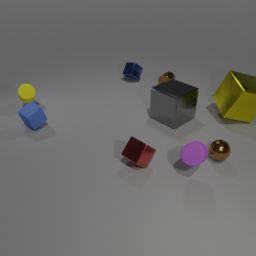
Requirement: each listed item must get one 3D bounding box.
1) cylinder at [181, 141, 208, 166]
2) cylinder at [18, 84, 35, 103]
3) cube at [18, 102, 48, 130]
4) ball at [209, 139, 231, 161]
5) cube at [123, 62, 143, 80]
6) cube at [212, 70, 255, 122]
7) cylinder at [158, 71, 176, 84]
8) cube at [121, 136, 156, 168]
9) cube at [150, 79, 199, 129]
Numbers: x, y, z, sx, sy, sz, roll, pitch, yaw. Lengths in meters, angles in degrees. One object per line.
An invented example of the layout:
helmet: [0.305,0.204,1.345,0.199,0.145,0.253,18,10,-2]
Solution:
cylinder: [2.015,0.766,8.459,0.700,0.700,0.700,16,8,24]
cylinder: [-4.450,-1.514,12.320,0.700,0.700,0.700,-14,-2,-21]
cube: [-3.754,-0.484,11.049,0.700,0.700,0.700,26,57,31]
ball: [3.045,0.730,9.302,0.700,0.700,0.700,0,32,0]
cube: [0.258,-3.070,15.104,0.700,0.700,0.700,16,-5,46]
cube: [4.556,-1.266,11.343,1.400,1.400,1.400,9,43,-20]
cylinder: [2.017,-2.502,14.562,0.700,0.700,0.700,18,37,26]
cube: [0.351,0.787,9.121,0.700,0.700,0.700,29,-1,37]
cube: [1.883,-1.033,11.590,1.400,1.400,1.400,-27,41,-35]
